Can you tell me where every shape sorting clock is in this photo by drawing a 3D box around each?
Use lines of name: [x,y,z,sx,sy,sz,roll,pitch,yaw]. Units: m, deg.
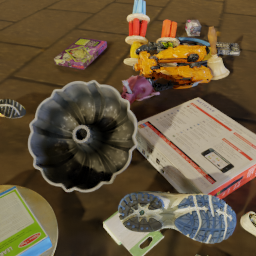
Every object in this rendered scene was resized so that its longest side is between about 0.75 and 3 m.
shape sorting clock: [-2.621,2.164,5.417,2.459,0.482,2.459,4,39,-3]

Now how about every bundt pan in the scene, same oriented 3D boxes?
bundt pan: [-0.971,0.236,6.667,2.576,0.967,2.576,-2,77,9]

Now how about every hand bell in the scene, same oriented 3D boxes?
hand bell: [3.102,-2.771,10.166,0.944,1.812,0.944,-13,30,8]

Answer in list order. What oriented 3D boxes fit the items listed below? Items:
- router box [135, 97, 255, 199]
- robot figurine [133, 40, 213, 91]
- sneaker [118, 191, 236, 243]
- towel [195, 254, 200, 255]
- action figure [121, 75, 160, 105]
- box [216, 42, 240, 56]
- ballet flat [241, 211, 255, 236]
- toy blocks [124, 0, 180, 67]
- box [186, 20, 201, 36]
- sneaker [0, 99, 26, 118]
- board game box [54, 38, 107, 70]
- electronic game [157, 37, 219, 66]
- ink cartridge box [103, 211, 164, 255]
router box: [1.852,0.470,7.297,2.484,0.676,2.767,-22,45,-24]
robot figurine: [1.542,-2.194,10.125,2.752,0.801,1.995,-4,70,-5]
sneaker: [0.963,1.619,5.616,2.336,0.900,0.995,11,-3,-4]
towel: [1.565,2.858,4.815,1.132,0.203,1.175,15,42,18]
action figure: [0.005,-0.975,9.147,1.136,1.263,1.696,-16,32,56]
box: [4.384,-3.536,12.446,1.029,0.253,0.830,5,39,6]
ballet flat: [2.902,2.110,5.527,1.344,0.467,0.467,29,48,30]
toy blocks: [0.975,-3.727,10.928,2.121,2.544,0.924,4,0,6]
box: [3.251,-5.020,14.009,0.603,0.524,0.913,0,40,0]
sneaker: [-3.821,-0.599,8.667,1.432,0.647,0.560,11,82,1]
board game box: [-1.986,-3.262,12.082,1.377,0.371,2.294,10,41,19]
electronic game: [2.528,-3.290,11.923,2.589,0.539,2.589,0,40,0]
ink cartridge box: [0.101,2.100,5.695,0.756,0.249,1.039,-30,54,-30]
